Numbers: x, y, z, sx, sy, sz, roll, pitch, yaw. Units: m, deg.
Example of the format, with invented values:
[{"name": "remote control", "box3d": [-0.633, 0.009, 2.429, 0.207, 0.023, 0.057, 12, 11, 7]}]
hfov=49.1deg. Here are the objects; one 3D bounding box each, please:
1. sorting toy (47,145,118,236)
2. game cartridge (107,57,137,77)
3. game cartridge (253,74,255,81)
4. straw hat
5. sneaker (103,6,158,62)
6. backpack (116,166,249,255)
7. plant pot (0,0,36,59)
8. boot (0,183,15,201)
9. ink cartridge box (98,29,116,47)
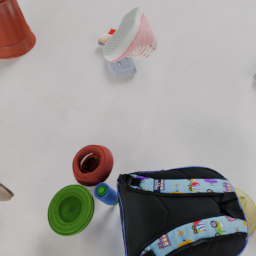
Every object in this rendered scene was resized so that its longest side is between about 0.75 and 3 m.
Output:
[{"name": "sorting toy", "box3d": [-0.929, 1.630, 7.152, 1.449, 0.990, 2.411, 10, 65, 26]}, {"name": "game cartridge", "box3d": [-0.287, -2.467, 10.491, 0.916, 0.278, 1.374, -10, 54, -11]}, {"name": "game cartridge", "box3d": [5.311, -1.974, 10.115, 0.974, 0.304, 1.462, 35, 61, 28]}, {"name": "straw hat", "box3d": [2.583, 1.978, 6.938, 1.540, 0.652, 1.540, 0, 53, 0]}, {"name": "sneaker", "box3d": [0.147, -1.594, 5.405, 0.646, 0.897, 1.716, -17, 36, 32]}, {"name": "backpack", "box3d": [1.123, 2.055, 6.198, 2.560, 1.722, 2.337, -8, 54, -5]}, {"name": "plant pot", "box3d": [-4.759, -4.024, 10.553, 2.047, 1.990, 2.047, 0, 54, 0]}, {"name": "boot", "box3d": [-4.225, 1.844, 6.823, 2.391, 0.840, 1.748, 12, 44, 27]}, {"name": "ink cartridge box", "box3d": [-0.505, -3.669, 11.347, 1.013, 0.313, 1.248, 19, 58, 13]}]
